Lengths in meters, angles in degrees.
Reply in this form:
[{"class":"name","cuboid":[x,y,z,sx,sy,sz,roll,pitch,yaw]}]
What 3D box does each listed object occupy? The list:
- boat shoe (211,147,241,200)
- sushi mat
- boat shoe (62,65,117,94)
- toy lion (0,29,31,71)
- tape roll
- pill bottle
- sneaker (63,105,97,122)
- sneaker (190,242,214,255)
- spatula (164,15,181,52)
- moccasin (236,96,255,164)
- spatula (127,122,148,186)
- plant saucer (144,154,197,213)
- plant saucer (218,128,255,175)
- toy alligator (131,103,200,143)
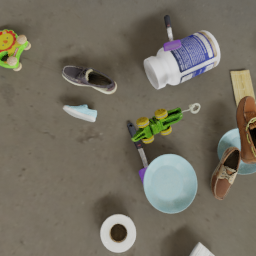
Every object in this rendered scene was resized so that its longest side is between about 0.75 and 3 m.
[{"class":"boat shoe","cuboid":[3.650,1.640,10.416,0.793,0.752,2.095,18,81,9]},{"class":"sushi mat","cuboid":[4.871,-1.667,11.862,0.816,0.103,1.705,-3,73,-1]},{"class":"boat shoe","cuboid":[-1.629,-2.142,11.648,2.443,0.792,0.879,22,74,7]},{"class":"toy lion","cuboid":[-5.272,-3.484,12.254,1.670,0.598,1.743,12,73,11]},{"class":"tape roll","cuboid":[-0.336,3.730,9.986,1.269,0.444,1.269,0,72,0]},{"class":"pill bottle","cuboid":[2.151,-2.714,11.397,2.775,1.606,1.606,-25,74,-8]},{"class":"sneaker","cuboid":[-1.919,-0.715,11.389,1.388,0.513,0.569,21,70,-4]},{"class":"sneaker","cuboid":[2.367,4.938,9.510,1.002,0.638,1.733,36,75,14]},{"class":"spatula","cuboid":[1.409,-3.229,9.431,0.576,0.209,2.037,-11,54,13]},{"class":"moccasin","cuboid":[3.867,0.009,8.702,0.795,0.838,2.172,15,70,-21]},{"class":"spatula","cuboid":[0.549,1.009,10.929,0.790,0.287,2.794,-19,73,-7]},{"class":"plant saucer","cuboid":[1.522,2.043,10.365,2.128,0.410,2.128,3,79,-15]},{"class":"plant saucer","cuboid":[4.360,0.862,10.690,1.782,0.343,1.782,2,96,22]},{"class":"toy alligator","cuboid":[1.208,-0.268,9.485,2.591,0.859,0.623,-24,32,-9]}]
